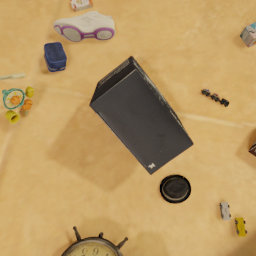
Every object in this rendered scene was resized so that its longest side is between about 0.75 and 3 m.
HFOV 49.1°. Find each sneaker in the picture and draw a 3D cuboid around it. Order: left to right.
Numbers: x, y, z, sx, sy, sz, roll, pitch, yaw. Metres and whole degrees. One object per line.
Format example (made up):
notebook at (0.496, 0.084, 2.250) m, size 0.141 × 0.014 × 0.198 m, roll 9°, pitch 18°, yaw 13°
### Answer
sneaker at (-1.626, -3.871, 10.583) m, size 2.293 × 0.859 × 1.142 m, roll 1°, pitch 61°, yaw -6°

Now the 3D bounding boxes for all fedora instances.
fedora at (1.513, 1.891, 8.773) m, size 1.021 × 0.466 × 1.021 m, roll 0°, pitch 72°, yaw 0°

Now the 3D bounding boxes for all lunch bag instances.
lunch bag at (-2.621, -2.504, 10.126) m, size 0.689 × 0.671 × 1.014 m, roll -14°, pitch 71°, yaw -22°

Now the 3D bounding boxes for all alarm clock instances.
alarm clock at (-1.058, 4.349, 7.703) m, size 1.949 × 0.962 × 2.890 m, roll 12°, pitch 69°, yaw 3°

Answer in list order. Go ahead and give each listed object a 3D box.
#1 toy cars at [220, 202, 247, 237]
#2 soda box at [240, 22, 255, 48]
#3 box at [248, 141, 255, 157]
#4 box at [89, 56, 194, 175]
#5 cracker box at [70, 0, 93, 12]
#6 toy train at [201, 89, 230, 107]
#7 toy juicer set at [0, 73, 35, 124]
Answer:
toy cars at (3.198, 2.803, 8.598) m, size 0.522 × 0.258 × 1.164 m, roll -38°, pitch 72°, yaw -17°
soda box at (5.255, -3.753, 10.567) m, size 1.863 × 0.592 × 0.637 m, roll -24°, pitch 74°, yaw -8°
box at (5.263, 0.904, 8.900) m, size 2.364 × 0.886 × 1.184 m, roll 37°, pitch 75°, yaw 13°
box at (0.341, -0.482, 7.792) m, size 1.457 × 2.482 × 2.440 m, roll -36°, pitch 108°, yaw 12°
cracker box at (-1.860, -4.987, 11.162) m, size 0.797 × 0.230 × 0.534 m, roll -18°, pitch 73°, yaw -5°
toy train at (3.088, -1.102, 9.909) m, size 1.088 × 0.186 × 0.249 m, roll 30°, pitch 71°, yaw 9°
toy juicer set at (-3.360, -1.014, 8.656) m, size 0.494 × 1.817 × 1.156 m, roll 35°, pitch 54°, yaw 22°
